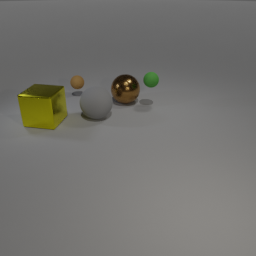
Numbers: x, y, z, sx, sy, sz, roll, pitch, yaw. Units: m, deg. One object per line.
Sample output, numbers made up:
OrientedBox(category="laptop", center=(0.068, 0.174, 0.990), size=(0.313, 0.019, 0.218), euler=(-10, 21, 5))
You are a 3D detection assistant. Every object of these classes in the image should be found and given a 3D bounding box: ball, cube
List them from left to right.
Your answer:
OrientedBox(category="cube", center=(-3.477, -0.911, 11.590), size=(1.400, 1.400, 1.400), euler=(5, 29, 10))
OrientedBox(category="ball", center=(-2.551, -2.296, 14.093), size=(0.700, 0.700, 0.700), euler=(0, 28, 0))
OrientedBox(category="ball", center=(-1.352, -1.081, 11.940), size=(1.400, 1.400, 1.400), euler=(0, 28, 0))
OrientedBox(category="ball", center=(-0.121, -1.853, 13.359), size=(1.400, 1.400, 1.400), euler=(0, 28, 0))
OrientedBox(category="ball", center=(1.036, -2.158, 12.541), size=(0.700, 0.700, 0.700), euler=(0, 28, 0))
